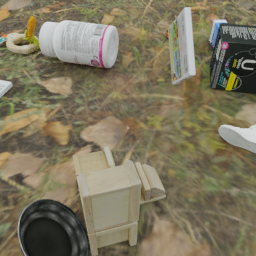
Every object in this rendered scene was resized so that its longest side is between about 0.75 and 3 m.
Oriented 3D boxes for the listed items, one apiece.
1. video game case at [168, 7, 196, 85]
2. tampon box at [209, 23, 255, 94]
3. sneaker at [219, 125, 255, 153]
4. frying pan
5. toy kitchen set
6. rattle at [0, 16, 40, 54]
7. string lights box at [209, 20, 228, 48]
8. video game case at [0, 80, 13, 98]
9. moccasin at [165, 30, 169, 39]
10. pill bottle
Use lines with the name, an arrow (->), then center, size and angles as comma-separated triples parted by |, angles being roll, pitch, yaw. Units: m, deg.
video game case -> 1.186, -1.759, 6.295 | 0.159, 1.391, 1.266 | -5, 1, -7
tampon box -> 4.318, -2.407, 9.837 | 2.494, 1.869, 1.575 | 8, 44, 8
sneaker -> 3.398, 0.165, 8.193 | 1.394, 0.513, 0.805 | 29, 48, 14
frying pan -> -1.142, 2.606, 5.398 | 2.757, 0.449, 1.668 | 54, 22, 15
toy kitchen set -> -0.106, 0.915, 6.124 | 2.009, 2.221, 2.462 | -11, 44, -13
rattle -> -4.896, -4.090, 11.959 | 2.161, 1.544, 1.407 | 27, 66, 18
string lights box -> 4.027, -3.750, 11.910 | 0.565, 0.984, 1.915 | -1, 44, -1
video game case -> -5.322, -1.161, 9.746 | 1.737, 0.218, 1.909 | 12, 45, 12
moccasin -> 2.097, -4.212, 12.833 | 0.367, 0.387, 1.003 | -22, 48, -22
pill bottle -> -1.907, -3.335, 11.031 | 2.802, 1.589, 1.589 | 11, 45, 12
